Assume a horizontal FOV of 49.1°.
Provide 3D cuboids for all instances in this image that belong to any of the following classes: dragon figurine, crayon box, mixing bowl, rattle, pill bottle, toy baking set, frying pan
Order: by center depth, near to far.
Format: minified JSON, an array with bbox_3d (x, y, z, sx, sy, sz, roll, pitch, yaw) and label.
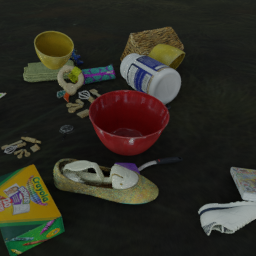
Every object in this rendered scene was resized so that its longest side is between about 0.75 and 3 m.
[{"bbox_3d":[-2.527,1.888,6.812,1.240,0.608,2.088,-20,39,-27],"label":"crayon box"},{"bbox_3d":[-0.003,-0.021,8.898,2.437,1.320,2.437,3,40,-3],"label":"mixing bowl"},{"bbox_3d":[-3.479,0.586,9.152,1.227,0.143,0.942,15,37,20],"label":"toy baking set"},{"bbox_3d":[-2.253,0.118,9.874,0.529,0.142,0.875,14,34,21],"label":"frying pan"},{"bbox_3d":[-1.554,-1.106,11.445,1.641,0.249,2.138,14,40,22],"label":"toy baking set"},{"bbox_3d":[0.859,-2.196,11.979,1.550,1.550,2.679,-19,39,-25],"label":"pill bottle"},{"bbox_3d":[-2.694,-1.767,12.420,1.187,1.302,1.823,16,67,-32],"label":"rattle"},{"bbox_3d":[-3.425,-3.922,15.337,2.184,0.643,1.086,7,35,8],"label":"dragon figurine"}]

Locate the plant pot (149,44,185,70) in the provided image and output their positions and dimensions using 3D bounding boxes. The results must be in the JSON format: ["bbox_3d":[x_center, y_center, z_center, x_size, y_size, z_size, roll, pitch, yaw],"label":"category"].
[{"bbox_3d":[1.662,-3.217,13.072,1.184,1.668,1.668,45,48,10],"label":"plant pot"}]

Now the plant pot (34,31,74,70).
[{"bbox_3d":[-2.260,-2.262,8.539,1.122,0.797,1.122,8,57,-12],"label":"plant pot"}]

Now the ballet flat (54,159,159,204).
[{"bbox_3d":[-0.621,1.329,7.357,2.871,1.015,1.015,7,35,9],"label":"ballet flat"}]

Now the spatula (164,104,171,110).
[{"bbox_3d":[0.327,-1.048,11.399,2.894,0.297,0.818,13,46,16],"label":"spatula"}]

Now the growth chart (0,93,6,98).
[{"bbox_3d":[-5.907,-1.393,12.121,1.037,0.092,0.750,5,33,6],"label":"growth chart"}]

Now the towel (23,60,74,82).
[{"bbox_3d":[-3.876,-2.834,13.909,2.535,0.462,1.881,-10,34,-12],"label":"towel"}]

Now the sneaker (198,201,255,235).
[{"bbox_3d":[2.493,2.141,6.590,1.590,0.607,0.640,-7,45,-1],"label":"sneaker"}]

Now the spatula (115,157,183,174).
[{"bbox_3d":[0.685,1.094,8.345,2.126,0.218,0.601,-10,37,-15],"label":"spatula"}]

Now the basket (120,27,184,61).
[{"bbox_3d":[1.332,-3.861,15.050,2.785,2.075,1.988,-19,71,-25],"label":"basket"}]

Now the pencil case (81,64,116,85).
[{"bbox_3d":[-1.444,-2.528,13.217,1.668,0.710,0.771,-15,9,-19],"label":"pencil case"}]

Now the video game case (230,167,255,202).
[{"bbox_3d":[3.766,1.508,7.221,1.893,0.217,1.723,6,14,9],"label":"video game case"}]
